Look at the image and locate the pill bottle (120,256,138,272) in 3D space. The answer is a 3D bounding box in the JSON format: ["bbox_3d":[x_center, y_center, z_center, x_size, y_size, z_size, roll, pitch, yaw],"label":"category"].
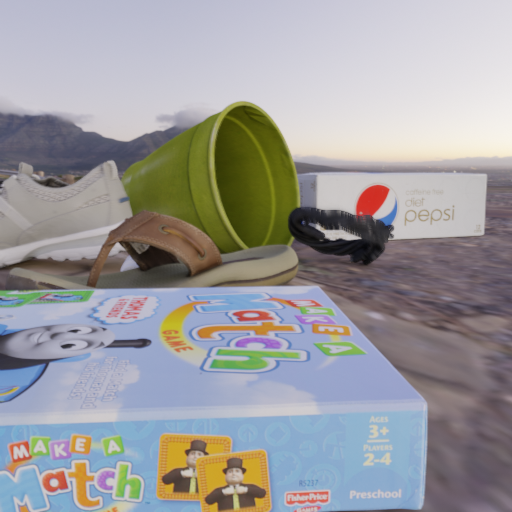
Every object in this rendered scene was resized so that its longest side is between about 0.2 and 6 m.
[{"bbox_3d":[-1.429,0.166,6.706,0.344,0.344,0.607,0,16,-2],"label":"pill bottle"}]

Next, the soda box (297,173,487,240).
[{"bbox_3d":[2.669,-1.021,11.241,3.797,1.293,1.209,-3,10,-19],"label":"soda box"}]

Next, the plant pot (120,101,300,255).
[{"bbox_3d":[-0.876,-0.968,8.879,2.278,2.366,2.366,-8,3,32],"label":"plant pot"}]

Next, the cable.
[{"bbox_3d":[1.127,-0.360,7.647,1.398,0.435,1.713,22,-11,2],"label":"cable"}]

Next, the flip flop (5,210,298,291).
[{"bbox_3d":[-0.850,0.003,5.753,3.413,0.982,1.384,-9,12,-44],"label":"flip flop"}]

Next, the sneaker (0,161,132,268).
[{"bbox_3d":[-3.294,-0.596,7.859,3.365,1.380,1.258,-6,9,5],"label":"sneaker"}]

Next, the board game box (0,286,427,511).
[{"bbox_3d":[-0.887,0.642,3.146,2.949,0.540,2.230,0,8,-5],"label":"board game box"}]
